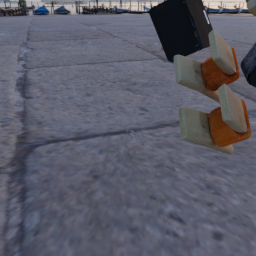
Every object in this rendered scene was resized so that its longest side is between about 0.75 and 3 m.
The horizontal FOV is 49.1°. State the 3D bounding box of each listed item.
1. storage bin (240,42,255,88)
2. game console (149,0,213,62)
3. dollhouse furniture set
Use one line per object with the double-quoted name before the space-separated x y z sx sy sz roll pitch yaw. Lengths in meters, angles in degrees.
"storage bin" 2.656 -1.251 4.711 0.878 1.298 0.609 24 37 -7
"game console" 1.701 -3.071 8.483 1.505 1.711 0.996 -30 10 -41
"dollhouse furniture set" 1.591 -0.922 2.502 1.119 2.150 2.173 19 -32 -35
